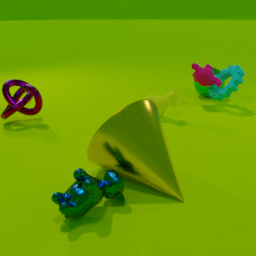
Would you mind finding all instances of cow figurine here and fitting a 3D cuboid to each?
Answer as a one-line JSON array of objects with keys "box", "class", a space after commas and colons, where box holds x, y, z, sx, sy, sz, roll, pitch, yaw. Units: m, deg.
[{"box": [-0.550, 1.045, 4.381, 1.034, 1.017, 0.568, -45, 49, -9], "class": "cow figurine"}, {"box": [0.952, -0.766, 8.003, 0.989, 0.973, 0.543, 28, 26, 17], "class": "cow figurine"}]

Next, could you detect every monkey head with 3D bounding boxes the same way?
[{"box": [2.510, -1.743, 8.979, 1.137, 0.818, 0.685, 34, -6, -1], "class": "monkey head"}]

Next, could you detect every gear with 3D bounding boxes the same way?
[{"box": [3.096, -1.430, 8.880, 0.227, 1.229, 1.229, 34, 14, -21], "class": "gear"}]

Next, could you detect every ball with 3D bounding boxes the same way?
[{"box": [2.904, -1.627, 9.999, 1.066, 1.066, 1.066, 0, 23, 0], "class": "ball"}]

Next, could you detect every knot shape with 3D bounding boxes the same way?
[{"box": [-2.897, -0.778, 7.712, 1.225, 0.605, 1.309, 5, 68, 17], "class": "knot shape"}]

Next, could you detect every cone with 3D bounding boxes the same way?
[{"box": [0.416, 0.651, 4.980, 1.652, 1.652, 1.658, -20, 57, -39], "class": "cone"}]
